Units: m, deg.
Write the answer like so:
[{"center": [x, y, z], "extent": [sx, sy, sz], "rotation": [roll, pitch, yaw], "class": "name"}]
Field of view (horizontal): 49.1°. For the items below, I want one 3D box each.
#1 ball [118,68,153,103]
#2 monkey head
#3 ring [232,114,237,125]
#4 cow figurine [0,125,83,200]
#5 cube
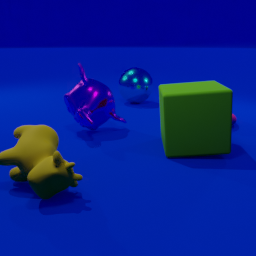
[{"center": [0.289, -1.580, 10.431], "extent": [1.311, 1.311, 1.311], "rotation": [0, 18, 0], "class": "ball"}, {"center": [-0.859, -0.585, 6.977], "extent": [1.187, 1.969, 1.417], "rotation": [-40, 19, -5], "class": "monkey head"}, {"center": [2.346, -0.446, 7.967], "extent": [1.472, 0.294, 1.472], "rotation": [16, 16, -5], "class": "ring"}, {"center": [-1.349, 0.466, 4.535], "extent": [1.396, 0.779, 1.419], "rotation": [-8, 40, 14], "class": "cow figurine"}, {"center": [1.387, -0.239, 6.040], "extent": [1.312, 1.312, 1.312], "rotation": [-4, 17, 4], "class": "cube"}]
